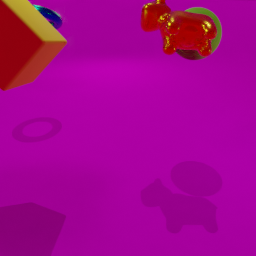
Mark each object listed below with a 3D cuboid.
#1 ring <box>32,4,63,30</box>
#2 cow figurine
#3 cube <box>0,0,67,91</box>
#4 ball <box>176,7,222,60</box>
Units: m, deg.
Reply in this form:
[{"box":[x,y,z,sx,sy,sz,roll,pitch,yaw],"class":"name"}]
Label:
[{"box":[-2.824,-3.451,8.814,1.504,0.301,1.504,5,-1,0],"class":"ring"},{"box":[1.048,-2.180,5.881,1.592,0.874,1.567,6,46,2],"class":"cow figurine"},{"box":[-2.058,-1.562,5.081,1.174,1.174,1.174,45,17,-8],"class":"cube"},{"box":[1.595,-2.212,6.630,1.187,1.187,1.187,0,27,0],"class":"ball"}]
